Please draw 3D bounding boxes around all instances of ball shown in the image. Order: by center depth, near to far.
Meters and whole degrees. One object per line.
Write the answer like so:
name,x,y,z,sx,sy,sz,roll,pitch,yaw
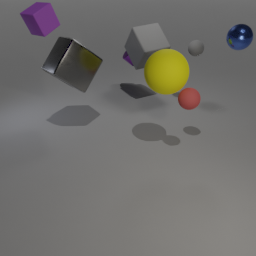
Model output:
ball,3.095,-2.515,7.765,0.700,0.700,0.700,0,29,0
ball,1.200,-1.746,8.754,1.400,1.400,1.400,0,29,0
ball,1.928,-0.922,8.832,0.700,0.700,0.700,0,29,0
ball,3.022,-3.541,12.436,0.700,0.700,0.700,0,29,0

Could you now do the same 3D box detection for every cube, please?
cube,-2.594,-3.229,8.312,0.700,0.700,0.700,21,58,35
cube,-2.063,-2.340,10.318,1.400,1.400,1.400,29,0,-38
cube,0.872,-3.780,13.029,1.400,1.400,1.400,-19,75,-23

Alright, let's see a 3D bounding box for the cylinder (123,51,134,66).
cylinder,0.203,-3.695,14.564,0.700,0.700,0.700,32,15,-28
